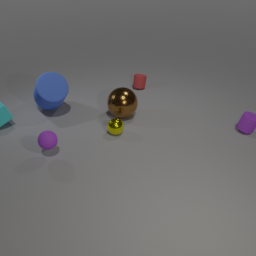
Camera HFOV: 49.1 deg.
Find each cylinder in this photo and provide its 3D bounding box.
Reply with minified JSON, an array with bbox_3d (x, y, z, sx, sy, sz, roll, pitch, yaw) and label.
[{"bbox_3d":[0.659,-2.621,15.703,0.700,0.700,0.700,6,22,-2],"label":"cylinder"},{"bbox_3d":[-3.536,-1.658,12.806,1.400,1.400,1.400,-16,-5,-25],"label":"cylinder"},{"bbox_3d":[5.025,-0.224,11.704,0.700,0.700,0.700,12,33,-8],"label":"cylinder"}]

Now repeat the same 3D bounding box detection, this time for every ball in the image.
[{"bbox_3d":[-0.517,-0.064,11.586,0.700,0.700,0.700,0,31,0],"label":"ball"},{"bbox_3d":[-0.251,-1.143,12.678,1.400,1.400,1.400,0,31,0],"label":"ball"},{"bbox_3d":[-2.880,0.435,10.051,0.700,0.700,0.700,0,31,0],"label":"ball"}]

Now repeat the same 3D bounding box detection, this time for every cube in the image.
[{"bbox_3d":[-5.481,-0.593,11.937,0.700,0.700,0.700,-42,41,-21],"label":"cube"}]
